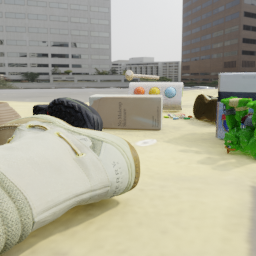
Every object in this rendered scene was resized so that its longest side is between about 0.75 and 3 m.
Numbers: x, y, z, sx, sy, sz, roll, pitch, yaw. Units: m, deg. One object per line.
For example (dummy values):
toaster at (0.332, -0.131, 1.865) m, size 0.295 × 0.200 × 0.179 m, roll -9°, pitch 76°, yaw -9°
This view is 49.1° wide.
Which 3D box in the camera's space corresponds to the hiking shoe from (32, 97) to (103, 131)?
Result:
hiking shoe at (-1.372, -0.324, 7.346) m, size 1.459 × 1.097 × 2.897 m, roll -13°, pitch 15°, yaw -40°

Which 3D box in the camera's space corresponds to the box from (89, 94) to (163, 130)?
box at (-0.041, -0.515, 8.715) m, size 2.207 × 1.048 × 0.858 m, roll 0°, pitch 10°, yaw 9°

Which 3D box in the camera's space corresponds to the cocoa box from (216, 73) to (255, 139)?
cocoa box at (3.608, -0.481, 6.650) m, size 2.507 × 1.645 × 1.672 m, roll 9°, pitch 13°, yaw 42°

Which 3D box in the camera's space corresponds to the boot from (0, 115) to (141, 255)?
boot at (-1.481, 0.476, 3.242) m, size 2.672 × 0.963 × 2.066 m, roll 8°, pitch 14°, yaw 33°

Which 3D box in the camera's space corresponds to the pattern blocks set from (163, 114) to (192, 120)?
pattern blocks set at (1.984, -0.466, 11.124) m, size 1.149 × 0.106 × 1.307 m, roll -3°, pitch 10°, yaw -14°

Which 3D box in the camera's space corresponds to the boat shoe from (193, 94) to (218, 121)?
boat shoe at (3.120, -0.655, 10.142) m, size 0.883 × 0.997 × 2.723 m, roll 10°, pitch 12°, yaw -8°

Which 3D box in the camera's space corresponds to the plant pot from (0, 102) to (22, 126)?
plant pot at (-3.274, -0.085, 6.401) m, size 2.106 × 0.972 × 2.106 m, roll -1°, pitch 9°, yaw 0°

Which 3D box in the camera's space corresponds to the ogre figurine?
ogre figurine at (2.402, -0.020, 5.588) m, size 0.910 × 1.112 × 1.855 m, roll -9°, pitch 11°, yaw -22°

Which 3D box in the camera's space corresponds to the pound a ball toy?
pound a ball toy at (1.138, -1.910, 13.377) m, size 2.940 × 1.917 × 1.249 m, roll 3°, pitch -11°, yaw 14°
